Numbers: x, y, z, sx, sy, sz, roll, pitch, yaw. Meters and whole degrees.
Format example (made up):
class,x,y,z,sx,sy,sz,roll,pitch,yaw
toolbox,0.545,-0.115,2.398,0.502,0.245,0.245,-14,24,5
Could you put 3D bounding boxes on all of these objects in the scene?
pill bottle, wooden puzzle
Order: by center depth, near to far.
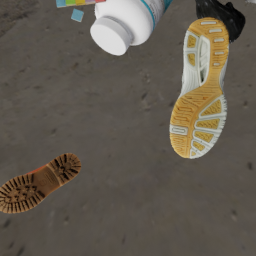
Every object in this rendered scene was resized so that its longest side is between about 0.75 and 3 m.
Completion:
class,x,y,z,sx,sy,sz,roll,pitch,yaw
wooden puzzle,-1.171,-3.583,6.650,1.204,0.143,2.031,-5,96,4
pill bottle,0.214,-3.431,7.546,1.660,1.660,2.996,27,72,14

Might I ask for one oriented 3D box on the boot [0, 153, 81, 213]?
class,x,y,z,sx,sy,sz,roll,pitch,yaw
boot,-1.270,0.808,4.145,1.292,0.693,0.485,-27,89,-9

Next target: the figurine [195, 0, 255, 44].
class,x,y,z,sx,sy,sz,roll,pitch,yaw
figurine,2.465,-3.669,6.856,2.365,2.307,1.018,-49,37,6

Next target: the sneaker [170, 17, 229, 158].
class,x,y,z,sx,sy,sz,roll,pitch,yaw
sneaker,1.423,-0.681,5.268,0.947,1.097,2.502,12,101,15
